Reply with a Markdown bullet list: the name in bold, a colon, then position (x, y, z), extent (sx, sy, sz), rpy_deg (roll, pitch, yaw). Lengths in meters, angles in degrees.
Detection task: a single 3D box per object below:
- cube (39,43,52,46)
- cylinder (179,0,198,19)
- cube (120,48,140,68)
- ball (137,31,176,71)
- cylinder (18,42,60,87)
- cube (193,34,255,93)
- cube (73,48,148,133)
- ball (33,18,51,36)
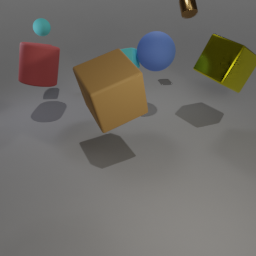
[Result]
- **cube**: position (-3.662, -3.174, 12.067), extent (0.700, 0.700, 0.700), rpy_deg (3, -5, -14)
- **cylinder**: position (2.577, -5.178, 11.964), extent (0.700, 0.700, 0.700), rpy_deg (-8, -11, -2)
- **cube**: position (-0.018, -2.586, 10.528), extent (0.700, 0.700, 0.700), rpy_deg (-2, 8, 23)
- **ball**: position (1.015, -2.767, 10.149), extent (1.400, 1.400, 1.400), rpy_deg (0, 31, 0)
- **cylinder**: position (-3.297, -2.365, 10.403), extent (1.400, 1.400, 1.400), rpy_deg (9, 18, -3)
- **cube**: position (3.518, -2.297, 10.031), extent (1.400, 1.400, 1.400), rpy_deg (11, 24, -44)
- **cube**: position (-0.449, -1.008, 7.520), extent (1.400, 1.400, 1.400), rpy_deg (-26, 49, -11)
- **ball**: position (-3.548, -4.146, 11.535), extent (0.700, 0.700, 0.700), rpy_deg (0, 31, 0)
